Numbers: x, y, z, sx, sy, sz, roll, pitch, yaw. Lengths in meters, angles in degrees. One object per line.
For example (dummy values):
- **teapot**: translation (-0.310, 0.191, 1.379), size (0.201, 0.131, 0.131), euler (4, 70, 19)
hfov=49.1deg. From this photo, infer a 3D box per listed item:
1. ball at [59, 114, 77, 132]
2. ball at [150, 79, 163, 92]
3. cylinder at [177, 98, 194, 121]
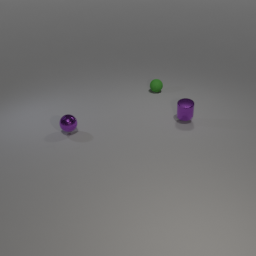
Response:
- **ball**: translation (-2.337, -0.187, 10.985), size (0.700, 0.700, 0.700), euler (0, 29, 0)
- **ball**: translation (1.509, -2.261, 14.934), size (0.700, 0.700, 0.700), euler (0, 29, 0)
- **cylinder**: translation (2.414, -0.774, 11.770), size (0.700, 0.700, 0.700), euler (-4, 40, 3)
